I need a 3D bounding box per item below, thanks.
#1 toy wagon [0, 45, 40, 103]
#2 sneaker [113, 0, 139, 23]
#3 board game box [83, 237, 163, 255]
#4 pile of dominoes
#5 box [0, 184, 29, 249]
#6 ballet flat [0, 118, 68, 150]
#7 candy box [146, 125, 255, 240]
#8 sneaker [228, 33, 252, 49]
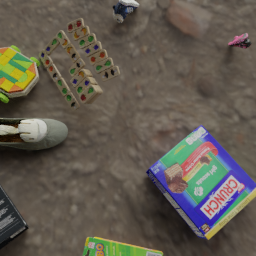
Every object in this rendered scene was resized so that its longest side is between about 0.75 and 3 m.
[{"bbox_3d":[-3.725,-1.757,8.314,2.064,0.408,1.601,31,69,2],"label":"toy wagon"},{"bbox_3d":[-0.112,-3.761,9.028,0.408,0.741,1.012,43,35,12],"label":"sneaker"},{"bbox_3d":[-0.180,3.494,7.223,2.025,0.304,0.967,12,75,1],"label":"board game box"},{"bbox_3d":[-1.546,-1.854,8.001,1.918,0.392,2.461,-40,74,23],"label":"pile of dominoes"},{"bbox_3d":[-3.837,2.507,6.885,2.179,0.859,1.538,-34,77,-25],"label":"box"},{"bbox_3d":[-3.090,0.129,7.779,2.715,0.865,0.915,-1,76,-1],"label":"ballet flat"},{"bbox_3d":[1.933,1.417,7.440,1.917,0.873,2.268,-38,80,-10],"label":"candy box"},{"bbox_3d":[3.400,-2.549,8.478,0.447,0.938,0.371,41,93,-12],"label":"sneaker"}]
